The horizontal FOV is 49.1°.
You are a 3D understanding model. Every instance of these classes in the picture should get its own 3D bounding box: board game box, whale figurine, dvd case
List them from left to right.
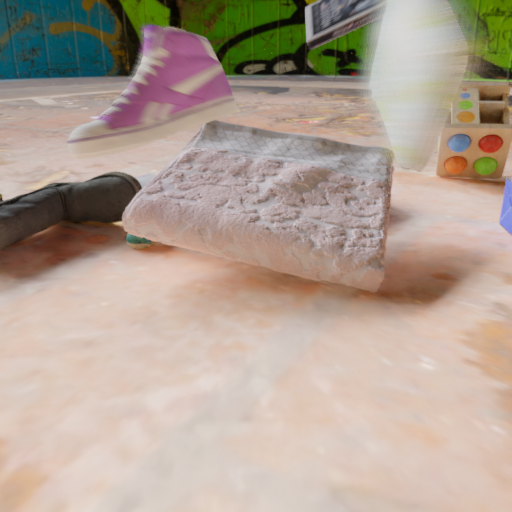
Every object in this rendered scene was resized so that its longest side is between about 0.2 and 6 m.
[{"bbox_3d":[-1.763,-0.313,8.970,0.616,0.320,0.490,-8,23,-19],"label":"whale figurine"},{"bbox_3d":[1.711,-4.431,9.951,1.760,0.218,1.323,-18,45,22],"label":"dvd case"},{"bbox_3d":[5.168,-0.694,9.172,1.796,0.870,1.432,2,22,5],"label":"board game box"}]

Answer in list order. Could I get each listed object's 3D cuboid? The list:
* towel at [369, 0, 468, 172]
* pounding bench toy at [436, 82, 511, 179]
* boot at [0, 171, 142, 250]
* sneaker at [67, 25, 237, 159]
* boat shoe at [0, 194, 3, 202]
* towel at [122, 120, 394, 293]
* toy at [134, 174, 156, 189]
[{"bbox_3d":[1.778,-2.074,6.277,0.440,1.825,1.563,-7,56,-5],"label":"towel"},{"bbox_3d":[5.084,-2.579,13.342,1.490,2.398,1.871,4,54,14],"label":"pounding bench toy"},{"bbox_3d":[-3.458,-0.654,8.963,2.439,0.973,2.682,-6,11,24],"label":"boot"},{"bbox_3d":[-1.205,-1.755,5.878,1.987,1.133,0.720,-31,20,-34],"label":"sneaker"},{"bbox_3d":[-5.151,-1.084,10.652,0.600,0.506,1.682,-17,27,-36],"label":"boat shoe"},{"bbox_3d":[0.305,-1.015,8.701,3.625,0.584,3.462,13,39,9],"label":"towel"},{"bbox_3d":[-1.882,-1.112,10.814,1.931,0.456,1.112,21,27,37],"label":"toy"}]
